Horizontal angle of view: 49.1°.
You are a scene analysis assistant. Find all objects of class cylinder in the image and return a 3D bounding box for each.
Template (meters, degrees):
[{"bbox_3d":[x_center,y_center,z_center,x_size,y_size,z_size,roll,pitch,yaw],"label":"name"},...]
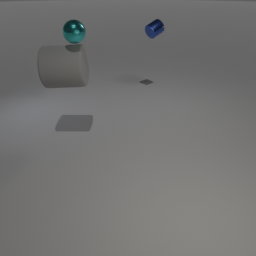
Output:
[{"bbox_3d":[-2.127,-2.067,9.430,1.400,1.400,1.400,-1,28,3],"label":"cylinder"},{"bbox_3d":[1.308,-4.869,13.753,0.700,0.700,0.700,-38,41,-18],"label":"cylinder"}]

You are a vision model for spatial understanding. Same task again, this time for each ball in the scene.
[{"bbox_3d":[-1.645,-2.941,8.566,0.700,0.700,0.700,0,28,0],"label":"ball"}]
